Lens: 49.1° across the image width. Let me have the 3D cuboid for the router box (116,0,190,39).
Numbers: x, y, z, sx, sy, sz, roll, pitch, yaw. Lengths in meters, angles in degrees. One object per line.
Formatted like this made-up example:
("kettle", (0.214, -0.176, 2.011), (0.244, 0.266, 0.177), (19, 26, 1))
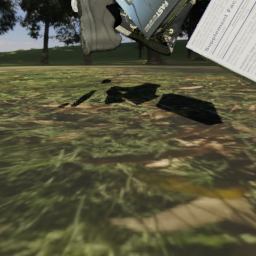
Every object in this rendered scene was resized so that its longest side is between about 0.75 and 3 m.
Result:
("router box", (0.495, -2.501, 4.344), (0.554, 1.336, 1.782), (-36, -5, -39))

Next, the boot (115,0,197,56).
("boot", (0.511, -3.490, 7.814), (2.733, 2.064, 0.987), (24, 23, -17))

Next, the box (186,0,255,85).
("box", (2.190, -1.607, 4.541), (1.786, 1.642, 0.937), (38, 20, 29))

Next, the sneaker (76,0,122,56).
("sneaker", (-0.620, -2.511, 5.969), (0.942, 2.075, 0.788), (-6, -11, -11))

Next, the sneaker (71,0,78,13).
("sneaker", (-1.654, -4.590, 9.077), (0.540, 1.340, 0.981), (-14, 62, -25))
